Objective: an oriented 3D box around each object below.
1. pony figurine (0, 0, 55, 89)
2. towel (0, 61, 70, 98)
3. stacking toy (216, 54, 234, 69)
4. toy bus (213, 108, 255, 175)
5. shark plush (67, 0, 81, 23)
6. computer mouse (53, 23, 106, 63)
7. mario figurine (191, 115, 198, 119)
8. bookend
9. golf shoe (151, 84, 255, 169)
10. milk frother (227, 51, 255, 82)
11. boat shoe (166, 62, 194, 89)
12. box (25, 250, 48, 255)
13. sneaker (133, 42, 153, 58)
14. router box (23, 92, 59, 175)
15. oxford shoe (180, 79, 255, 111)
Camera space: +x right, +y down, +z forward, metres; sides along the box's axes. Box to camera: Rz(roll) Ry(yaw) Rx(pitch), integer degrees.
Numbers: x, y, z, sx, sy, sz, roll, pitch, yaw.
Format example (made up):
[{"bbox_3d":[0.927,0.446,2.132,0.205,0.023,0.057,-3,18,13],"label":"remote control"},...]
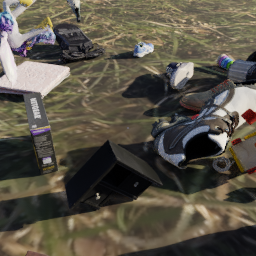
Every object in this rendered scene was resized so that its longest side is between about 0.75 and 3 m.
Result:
[{"bbox_3d":[-2.809,-2.195,6.779,1.967,1.899,1.638,-27,40,-11],"label":"pony figurine"},{"bbox_3d":[-3.267,-1.679,9.559,1.954,0.330,2.046,10,37,13],"label":"towel"},{"bbox_3d":[3.821,-2.315,10.382,0.478,0.478,1.121,-18,43,-23],"label":"stacking toy"},{"bbox_3d":[2.857,0.482,6.049,1.594,1.504,0.824,19,-3,24],"label":"toy bus"},{"bbox_3d":[-1.486,-3.649,8.263,0.630,0.578,1.388,-28,61,-4],"label":"shark plush"},{"bbox_3d":[-2.348,-3.542,11.962,1.937,0.737,2.797,-16,50,-25],"label":"computer mouse"},{"bbox_3d":[2.009,-0.048,7.354,0.831,0.440,0.513,25,6,15],"label":"mario figurine"},{"bbox_3d":[-0.271,1.076,5.294,1.284,1.276,0.592,-46,37,13],"label":"bookend"},{"bbox_3d":[2.001,0.040,6.255,2.906,1.130,1.373,-27,37,-5],"label":"golf shoe"},{"bbox_3d":[4.256,-1.560,8.938,1.351,1.497,1.408,-39,30,-5],"label":"milk frother"},{"bbox_3d":[1.589,-1.810,9.567,0.823,0.662,1.774,11,29,28],"label":"boat shoe"},{"bbox_3d":[-0.173,2.513,3.064,2.747,1.029,1.375,10,36,11],"label":"box"},{"bbox_3d":[0.693,-3.375,11.805,0.487,0.495,1.286,18,38,26],"label":"sneaker"},{"bbox_3d":[-1.967,0.082,6.294,0.404,1.218,1.549,-13,37,-17],"label":"router box"},{"bbox_3d":[2.650,-1.033,8.162,2.330,0.871,0.821,-7,36,-10],"label":"oxford shoe"}]
